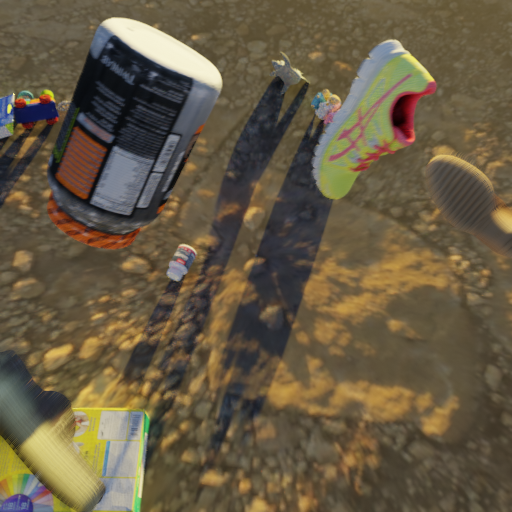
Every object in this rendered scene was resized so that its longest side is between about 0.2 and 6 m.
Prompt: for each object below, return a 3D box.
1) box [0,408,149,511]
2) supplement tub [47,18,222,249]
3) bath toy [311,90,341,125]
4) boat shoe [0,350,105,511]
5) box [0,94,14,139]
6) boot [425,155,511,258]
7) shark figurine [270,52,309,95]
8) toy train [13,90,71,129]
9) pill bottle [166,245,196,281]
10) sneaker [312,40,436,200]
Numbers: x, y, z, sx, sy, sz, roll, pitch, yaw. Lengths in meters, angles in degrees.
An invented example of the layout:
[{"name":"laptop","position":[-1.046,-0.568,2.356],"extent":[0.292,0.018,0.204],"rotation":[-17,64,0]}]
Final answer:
[{"name":"box","position":[-2.952,3.028,8.225],"extent":[2.565,0.620,1.505],"rotation":[3,59,-1]},{"name":"supplement tub","position":[-1.872,-1.663,8.107],"extent":[1.806,2.948,1.806],"rotation":[25,27,-14]},{"name":"bath toy","position":[1.722,-2.962,11.968],"extent":[0.490,0.577,1.326],"rotation":[-1,52,-41]},{"name":"boat shoe","position":[-2.169,1.663,5.658],"extent":[2.078,0.761,0.673],"rotation":[39,47,19]},{"name":"box","position":[-5.716,-2.806,11.787],"extent":[1.472,0.351,0.898],"rotation":[-16,59,3]},{"name":"boot","position":[3.085,-0.830,8.242],"extent":[2.050,0.742,1.706],"rotation":[41,18,-13]},{"name":"shark figurine","position":[0.682,-3.884,12.353],"extent":[0.982,1.644,0.686],"rotation":[35,103,-11]},{"name":"toy train","position":[-4.493,-3.315,12.161],"extent":[1.449,0.613,0.838],"rotation":[-13,44,-10]},{"name":"pill bottle","position":[-1.362,0.134,10.128],"extent":[0.359,0.359,0.601],"rotation":[19,60,11]},{"name":"sneaker","position":[1.559,-1.606,7.518],"extent":[0.894,2.289,1.033],"rotation":[-21,55,-44]}]
